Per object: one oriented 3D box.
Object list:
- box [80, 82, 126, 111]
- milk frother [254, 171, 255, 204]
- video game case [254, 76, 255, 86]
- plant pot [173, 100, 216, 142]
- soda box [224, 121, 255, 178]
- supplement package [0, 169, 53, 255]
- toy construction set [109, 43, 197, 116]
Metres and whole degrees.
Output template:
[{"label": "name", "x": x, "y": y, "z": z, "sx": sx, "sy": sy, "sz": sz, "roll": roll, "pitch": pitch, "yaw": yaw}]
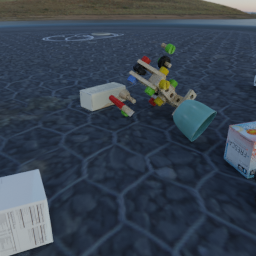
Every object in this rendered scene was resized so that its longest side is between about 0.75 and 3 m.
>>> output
[{"label": "box", "x": -0.956, "y": -1.250, "z": 10.850, "sx": 1.684, "sy": 0.655, "sz": 0.800, "roll": -21, "pitch": 32, "yaw": -37}, {"label": "milk frother", "x": 2.977, "y": 1.132, "z": 5.423, "sx": 0.929, "sy": 0.988, "sz": 0.892, "roll": -23, "pitch": 29, "yaw": -40}, {"label": "video game case", "x": 6.744, "y": -1.908, "z": 11.843, "sx": 2.352, "sy": 0.535, "sz": 2.132, "roll": 8, "pitch": 12, "yaw": 16}, {"label": "plant pot", "x": 1.803, "y": -0.291, "z": 7.917, "sx": 0.858, "sy": 1.069, "sz": 1.069, "roll": 41, "pitch": 42, "yaw": 21}, {"label": "soda box", "x": 3.982, "y": 0.353, "z": 7.005, "sx": 2.985, "sy": 1.021, "sz": 0.949, "roll": -7, "pitch": 26, "yaw": -15}, {"label": "supplement package", "x": -2.031, "y": 1.458, "z": 4.736, "sx": 1.265, "sy": 0.953, "sz": 0.960, "roll": -11, "pitch": 27, "yaw": -21}, {"label": "toy construction set", "x": 1.007, "y": -1.079, "z": 9.428, "sx": 2.678, "sy": 2.234, "sz": 2.058, "roll": -34, "pitch": 49, "yaw": -18}]
